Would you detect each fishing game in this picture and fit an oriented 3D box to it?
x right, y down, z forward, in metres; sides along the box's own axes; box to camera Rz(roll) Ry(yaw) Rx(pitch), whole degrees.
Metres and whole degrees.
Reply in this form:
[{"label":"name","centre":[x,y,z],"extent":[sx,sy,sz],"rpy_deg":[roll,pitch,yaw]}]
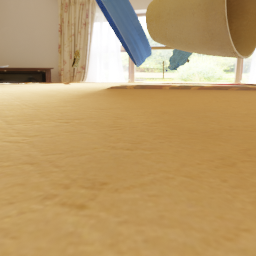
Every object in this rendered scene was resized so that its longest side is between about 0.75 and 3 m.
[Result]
[{"label":"fishing game","centre":[2.043,-2.730,10.179],"extent":[0.350,2.249,1.610],"rpy_deg":[29,38,-22]}]

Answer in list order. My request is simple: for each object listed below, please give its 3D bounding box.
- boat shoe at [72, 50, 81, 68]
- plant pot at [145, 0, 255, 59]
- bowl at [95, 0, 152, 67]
[{"label":"boat shoe","centre":[-2.135,-2.816,11.444],"extent":[0.248,0.787,0.287],"rpy_deg":[-15,52,-36]},{"label":"plant pot","centre":[1.851,-3.042,7.466],"extent":[2.630,2.464,2.464],"rpy_deg":[9,14,42]},{"label":"bowl","centre":[-0.156,-1.814,4.520],"extent":[0.342,1.741,1.741],"rpy_deg":[-31,11,5]}]
